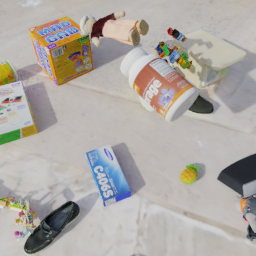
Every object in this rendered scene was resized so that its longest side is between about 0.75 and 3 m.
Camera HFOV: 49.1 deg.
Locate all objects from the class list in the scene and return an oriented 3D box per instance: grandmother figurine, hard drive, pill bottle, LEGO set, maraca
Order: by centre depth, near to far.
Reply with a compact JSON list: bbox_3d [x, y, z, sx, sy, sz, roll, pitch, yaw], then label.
[{"bbox_3d":[0.851,-1.328,8.261,1.259,1.259,2.244,-36,69,-26],"label":"pill bottle"},{"bbox_3d":[-3.439,2.531,8.781,0.883,0.714,1.919,-25,42,-30],"label":"LEGO set"},{"bbox_3d":[4.305,1.515,9.615,2.119,0.448,1.429,-20,25,-19],"label":"hard drive"},{"bbox_3d":[2.176,1.621,9.877,0.598,0.467,0.872,12,48,28],"label":"maraca"},{"bbox_3d":[-0.749,-3.708,10.554,2.909,0.881,1.764,23,60,34],"label":"grandmother figurine"},{"bbox_3d":[-6.113,-2.368,12.947,1.737,0.965,0.965,-34,57,-25],"label":"pill bottle"}]

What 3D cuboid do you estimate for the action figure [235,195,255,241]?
[{"bbox_3d":[4.415,2.356,8.664,2.159,1.167,2.232,-3,38,36],"label":"action figure"}]

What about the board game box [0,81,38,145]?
[{"bbox_3d":[-5.214,-0.641,11.716,2.227,0.587,2.911,-18,52,-15],"label":"board game box"}]

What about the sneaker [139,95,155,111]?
[{"bbox_3d":[1.018,-1.787,12.470,1.311,0.946,2.497,-17,51,-15],"label":"sneaker"}]

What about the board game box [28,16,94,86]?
[{"bbox_3d":[-3.127,-3.695,13.354,2.053,2.051,2.051,-31,56,-24],"label":"board game box"}]

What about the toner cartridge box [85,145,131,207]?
[{"bbox_3d":[-0.735,1.621,9.882,0.988,0.449,2.080,-18,52,-15],"label":"toner cartridge box"}]

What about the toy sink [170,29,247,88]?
[{"bbox_3d":[3.653,-3.106,13.151,1.909,1.641,2.929,-28,50,-22],"label":"toy sink"}]

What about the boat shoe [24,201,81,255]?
[{"bbox_3d":[-2.341,2.983,8.573,2.033,0.674,0.760,-33,57,-25],"label":"boat shoe"}]

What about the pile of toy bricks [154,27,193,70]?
[{"bbox_3d":[1.948,-2.706,10.817,1.297,1.457,2.627,25,35,-23],"label":"pile of toy bricks"}]

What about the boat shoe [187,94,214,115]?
[{"bbox_3d":[2.682,-1.288,12.217,2.300,0.721,0.842,30,55,22],"label":"boat shoe"}]

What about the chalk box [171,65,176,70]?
[{"bbox_3d":[1.997,-2.408,13.230,0.606,0.602,0.971,-8,51,-9],"label":"chalk box"}]
